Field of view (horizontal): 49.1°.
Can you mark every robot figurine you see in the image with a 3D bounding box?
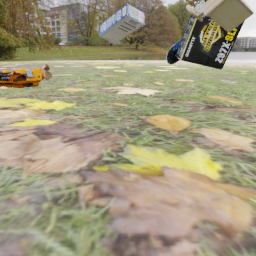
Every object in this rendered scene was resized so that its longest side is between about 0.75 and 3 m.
[{"bbox_3d":[-3.609,-1.539,8.592,1.762,0.513,1.277,-2,-6,-26],"label":"robot figurine"}]

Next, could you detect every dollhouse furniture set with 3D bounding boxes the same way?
[{"bbox_3d":[1.871,-2.973,5.975,1.012,1.556,1.429,9,-35,-45],"label":"dollhouse furniture set"}]

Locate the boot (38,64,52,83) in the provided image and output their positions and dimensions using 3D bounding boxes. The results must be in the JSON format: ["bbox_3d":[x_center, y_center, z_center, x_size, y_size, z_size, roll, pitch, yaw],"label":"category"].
[{"bbox_3d":[-2.938,-1.753,9.630,0.312,0.655,0.847,36,23,-37],"label":"boot"}]

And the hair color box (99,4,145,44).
[{"bbox_3d":[-0.291,-4.352,11.846,0.968,0.586,1.935,11,-17,-40],"label":"hair color box"}]

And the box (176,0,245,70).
[{"bbox_3d":[3.037,-3.449,10.177,1.870,2.342,0.578,7,31,-20],"label":"box"}]

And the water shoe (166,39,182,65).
[{"bbox_3d":[2.128,-3.222,11.239,0.625,1.748,0.690,46,32,-1],"label":"water shoe"}]
